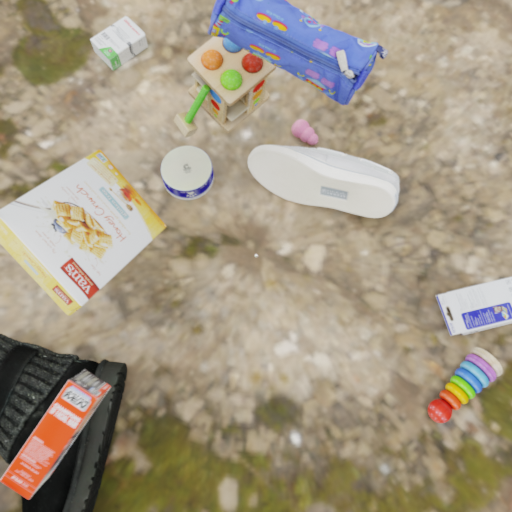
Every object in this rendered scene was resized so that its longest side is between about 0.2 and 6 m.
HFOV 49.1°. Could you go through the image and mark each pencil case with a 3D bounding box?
[{"bbox_3d":[0.484,-2.716,7.058,2.210,0.960,0.862,27,113,-4],"label":"pencil case"}]

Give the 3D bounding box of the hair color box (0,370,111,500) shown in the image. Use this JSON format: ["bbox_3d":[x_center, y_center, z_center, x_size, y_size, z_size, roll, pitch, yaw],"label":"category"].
[{"bbox_3d":[-1.783,1.582,5.060,0.331,0.574,1.034,33,87,-1],"label":"hair color box"}]

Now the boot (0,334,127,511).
[{"bbox_3d":[-3.517,2.868,8.081,2.587,1.302,3.460,11,60,-3],"label":"boot"}]

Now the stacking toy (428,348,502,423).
[{"bbox_3d":[3.229,2.085,8.853,1.346,0.575,0.575,-41,75,-9],"label":"stacking toy"}]

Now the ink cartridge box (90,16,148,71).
[{"bbox_3d":[-2.727,-4.256,11.212,0.912,0.383,0.666,-39,75,-13],"label":"ink cartridge box"}]

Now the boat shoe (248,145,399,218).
[{"bbox_3d":[1.229,-1.504,9.986,2.712,0.976,0.929,13,43,15],"label":"boat shoe"}]

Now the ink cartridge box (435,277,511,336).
[{"bbox_3d":[3.789,0.862,9.403,1.501,0.294,0.746,-11,71,-6],"label":"ink cartridge box"}]

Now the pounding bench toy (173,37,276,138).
[{"bbox_3d":[-0.595,-2.547,8.534,1.534,1.196,0.953,-42,86,-10],"label":"pounding bench toy"}]

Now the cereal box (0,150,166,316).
[{"bbox_3d":[-2.193,-0.376,7.180,1.440,0.396,2.001,50,37,-12],"label":"cereal box"}]

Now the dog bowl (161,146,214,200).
[{"bbox_3d":[-1.253,-1.516,10.223,0.944,0.372,0.944,0,70,0],"label":"dog bowl"}]

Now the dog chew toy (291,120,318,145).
[{"bbox_3d":[0.934,-2.304,10.543,0.557,0.347,0.347,44,76,7],"label":"dog chew toy"}]
